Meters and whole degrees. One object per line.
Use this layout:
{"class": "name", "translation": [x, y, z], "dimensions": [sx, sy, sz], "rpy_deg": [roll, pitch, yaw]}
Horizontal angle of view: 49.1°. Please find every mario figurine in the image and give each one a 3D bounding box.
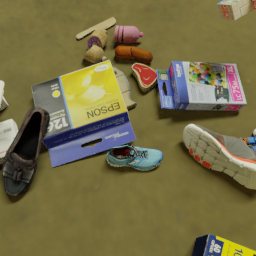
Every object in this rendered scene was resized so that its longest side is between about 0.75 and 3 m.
{"class": "mario figurine", "translation": [3.446, 0.402, 6.773], "dimensions": [1.248, 0.661, 0.770], "rpy_deg": [-11, 101, 6]}

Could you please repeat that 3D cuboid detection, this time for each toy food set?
{"class": "toy food set", "translation": [-0.185, -2.049, 7.812], "dimensions": [1.885, 0.467, 2.966], "rpy_deg": [-32, 69, -14]}

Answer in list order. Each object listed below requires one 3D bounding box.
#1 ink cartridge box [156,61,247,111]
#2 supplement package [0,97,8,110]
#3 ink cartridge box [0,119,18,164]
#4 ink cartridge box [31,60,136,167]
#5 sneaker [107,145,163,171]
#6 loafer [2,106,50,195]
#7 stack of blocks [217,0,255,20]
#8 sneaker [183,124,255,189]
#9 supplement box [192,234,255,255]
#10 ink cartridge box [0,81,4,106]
{"class": "ink cartridge box", "translation": [1.871, -1.099, 7.273], "dimensions": [2.151, 0.451, 1.283], "rpy_deg": [-1, 65, -7]}
{"class": "supplement package", "translation": [-3.688, -0.939, 7.200], "dimensions": [0.641, 0.649, 1.070], "rpy_deg": [-32, 69, -14]}
{"class": "ink cartridge box", "translation": [-2.971, 0.334, 6.758], "dimensions": [0.669, 0.386, 0.916], "rpy_deg": [-19, 67, -9]}
{"class": "ink cartridge box", "translation": [-1.152, -0.414, 6.969], "dimensions": [2.174, 0.517, 2.199], "rpy_deg": [-19, 65, -3]}
{"class": "sneaker", "translation": [0.158, 0.666, 6.488], "dimensions": [1.333, 0.600, 0.522], "rpy_deg": [-1, 65, 0]}
{"class": "loafer", "translation": [-2.295, 0.502, 6.182], "dimensions": [0.753, 0.660, 2.095], "rpy_deg": [19, 86, -13]}
{"class": "stack of blocks", "translation": [2.715, -2.861, 6.211], "dimensions": [1.229, 0.360, 0.708], "rpy_deg": [-31, 31, -5]}
{"class": "sneaker", "translation": [2.315, 0.538, 6.581], "dimensions": [2.179, 0.840, 0.892], "rpy_deg": [35, 48, 11]}
{"class": "supplement box", "translation": [2.174, 2.868, 5.219], "dimensions": [1.921, 1.052, 1.045], "rpy_deg": [19, 67, 8]}
{"class": "ink cartridge box", "translation": [-3.709, -0.368, 6.216], "dimensions": [2.338, 0.789, 1.362], "rpy_deg": [5, 79, 11]}
